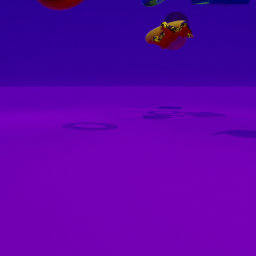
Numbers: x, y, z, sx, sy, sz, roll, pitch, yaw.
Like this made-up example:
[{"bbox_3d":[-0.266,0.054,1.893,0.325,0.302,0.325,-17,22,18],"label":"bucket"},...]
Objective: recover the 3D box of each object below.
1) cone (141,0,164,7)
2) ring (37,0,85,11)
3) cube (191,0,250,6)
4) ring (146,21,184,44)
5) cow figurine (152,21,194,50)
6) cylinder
[{"bbox_3d":[0.557,-4.014,7.279,1.134,1.138,1.134,-28,-11,-6],"label":"cone"},{"bbox_3d":[-1.232,-3.120,5.452,1.685,1.685,0.337,4,-4,22],"label":"ring"},{"bbox_3d":[2.634,-4.139,7.889,1.219,1.219,1.219,-4,23,-12],"label":"cube"},{"bbox_3d":[1.293,-3.172,9.341,1.469,0.294,1.469,-17,4,1],"label":"ring"},{"bbox_3d":[1.373,-2.765,8.431,1.029,1.046,0.574,27,31,-11],"label":"cow figurine"},{"bbox_3d":[1.843,-3.876,11.183,1.099,1.099,1.099,3,49,19],"label":"cylinder"}]
